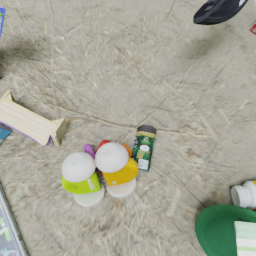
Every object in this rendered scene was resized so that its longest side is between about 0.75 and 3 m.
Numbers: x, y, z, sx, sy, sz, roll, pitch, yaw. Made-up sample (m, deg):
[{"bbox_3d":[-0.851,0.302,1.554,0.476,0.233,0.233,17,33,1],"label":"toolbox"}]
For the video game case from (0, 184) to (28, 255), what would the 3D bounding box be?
[{"bbox_3d":[-4.519,3.178,7.652,2.950,0.344,2.682,-26,80,-5],"label":"video game case"}]

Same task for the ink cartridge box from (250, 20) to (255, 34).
[{"bbox_3d":[4.613,-3.230,8.893,1.111,0.465,0.802,33,80,6],"label":"ink cartridge box"}]

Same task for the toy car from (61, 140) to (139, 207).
[{"bbox_3d":[-0.797,1.029,7.590,2.044,1.789,1.533,-16,44,-3],"label":"toy car"}]

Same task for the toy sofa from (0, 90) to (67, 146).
[{"bbox_3d":[-2.821,-0.149,8.013,1.978,0.819,0.965,26,67,5],"label":"toy sofa"}]

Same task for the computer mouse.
[{"bbox_3d":[2.537,-2.887,5.643,2.442,1.715,0.562,-47,111,-3],"label":"computer mouse"}]

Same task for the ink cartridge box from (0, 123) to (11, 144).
[{"bbox_3d":[-4.473,0.346,7.834,1.125,1.096,1.750,37,81,8],"label":"ink cartridge box"}]

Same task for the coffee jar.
[{"bbox_3d":[0.435,0.581,8.007,0.567,0.693,1.329,12,78,1],"label":"coffee jar"}]

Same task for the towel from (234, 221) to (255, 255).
[{"bbox_3d":[1.960,1.975,3.527,1.102,0.169,1.444,7,61,-1],"label":"towel"}]

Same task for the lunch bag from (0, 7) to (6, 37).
[{"bbox_3d":[-3.578,-2.587,6.631,1.112,1.308,0.834,3,75,-33],"label":"lunch bag"}]

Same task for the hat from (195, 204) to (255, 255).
[{"bbox_3d":[3.686,2.454,7.535,2.931,2.427,2.580,15,34,35],"label":"hat"}]

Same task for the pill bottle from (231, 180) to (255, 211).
[{"bbox_3d":[3.666,1.831,7.687,1.461,0.824,0.824,-7,79,-1],"label":"pill bottle"}]
